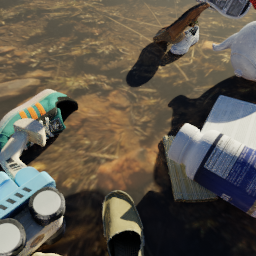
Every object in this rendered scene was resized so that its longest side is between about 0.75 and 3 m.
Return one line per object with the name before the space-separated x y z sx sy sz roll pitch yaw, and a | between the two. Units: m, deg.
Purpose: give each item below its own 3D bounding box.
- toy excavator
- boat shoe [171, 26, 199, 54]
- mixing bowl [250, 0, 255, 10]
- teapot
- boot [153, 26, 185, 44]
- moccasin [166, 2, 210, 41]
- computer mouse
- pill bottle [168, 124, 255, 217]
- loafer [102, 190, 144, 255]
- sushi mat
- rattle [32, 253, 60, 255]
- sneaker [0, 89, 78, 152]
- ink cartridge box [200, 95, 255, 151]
toy excavator | -2.300 1.161 5.869 2.698 1.348 2.623 38 53 20
boat shoe | 2.447 -3.811 11.993 0.739 0.657 2.009 23 48 22
mixing bowl | 2.460 -2.656 4.992 0.502 0.926 0.926 25 38 -23
teapot | 4.465 -2.410 9.793 1.664 2.249 2.279 -45 25 2
boot | 2.097 -4.229 12.004 1.564 0.680 1.880 -39 29 -21
moccasin | 1.758 -3.053 8.023 1.391 0.537 0.509 -40 18 2
computer mouse | 2.517 -4.347 8.814 2.879 1.578 0.632 25 19 -10
pill bottle | 2.151 0.853 6.417 2.342 1.301 1.301 31 51 22
loafer | -0.052 2.119 5.598 0.850 0.754 2.236 -9 44 -9
sushi mat | 1.543 0.975 7.286 1.021 0.129 2.135 -1 43 -3
rattle | -1.199 2.745 4.556 1.821 1.301 1.185 24 51 24
sneaker | -2.474 -0.120 7.783 1.156 1.033 2.894 14 44 20
ink cartridge box | 3.507 0.185 7.595 2.766 0.789 2.248 22 42 19
